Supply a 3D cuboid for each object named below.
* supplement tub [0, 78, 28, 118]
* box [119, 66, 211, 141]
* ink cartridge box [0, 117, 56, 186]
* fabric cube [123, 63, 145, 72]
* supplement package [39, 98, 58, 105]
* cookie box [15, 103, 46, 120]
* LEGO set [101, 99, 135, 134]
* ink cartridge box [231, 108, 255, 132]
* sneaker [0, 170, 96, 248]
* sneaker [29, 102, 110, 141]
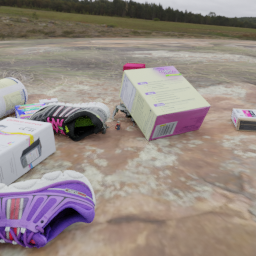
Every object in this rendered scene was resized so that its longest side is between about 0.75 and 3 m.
[{"bbox_3d":[-5.222,-1.153,11.286,1.437,1.437,1.983,8,24,19],"label":"supplement tub"},{"bbox_3d":[1.204,-0.978,10.041,2.187,1.202,2.487,-12,50,-26],"label":"box"},{"bbox_3d":[-3.384,0.590,7.645,1.712,0.993,2.320,8,25,19],"label":"ink cartridge box"},{"bbox_3d":[0.368,-3.120,16.413,1.155,1.173,1.177,4,23,12],"label":"fabric cube"},{"bbox_3d":[-3.440,-0.993,12.186,0.762,0.457,0.462,-9,24,-20],"label":"supplement package"},{"bbox_3d":[-3.674,-0.513,10.911,1.195,0.525,1.397,-10,25,-27],"label":"cookie box"},{"bbox_3d":[-0.065,-0.635,10.804,1.928,0.841,2.969,15,26,31],"label":"LEGO set"},{"bbox_3d":[4.534,-0.320,10.513,1.062,0.484,1.289,4,24,7],"label":"ink cartridge box"},{"bbox_3d":[-1.984,1.655,5.012,2.912,1.174,1.215,-15,48,-16],"label":"sneaker"},{"bbox_3d":[-2.047,-0.170,9.382,2.860,1.055,1.251,-5,32,4],"label":"sneaker"}]
